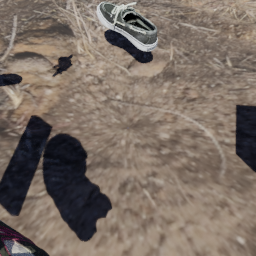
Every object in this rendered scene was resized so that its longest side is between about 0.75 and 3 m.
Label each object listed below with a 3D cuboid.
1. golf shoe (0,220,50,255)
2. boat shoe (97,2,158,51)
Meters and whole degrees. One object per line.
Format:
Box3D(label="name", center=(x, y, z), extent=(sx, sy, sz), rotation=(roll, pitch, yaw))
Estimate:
Box3D(label="golf shoe", center=(-1.613, 1.077, 2.156), extent=(1.131, 2.929, 1.290), rotation=(-46, 44, -13))
Box3D(label="boat shoe", center=(-0.065, -3.124, 7.999), extent=(0.860, 0.796, 2.330), rotation=(-33, 64, -18))
